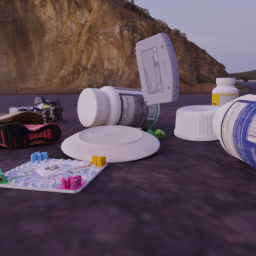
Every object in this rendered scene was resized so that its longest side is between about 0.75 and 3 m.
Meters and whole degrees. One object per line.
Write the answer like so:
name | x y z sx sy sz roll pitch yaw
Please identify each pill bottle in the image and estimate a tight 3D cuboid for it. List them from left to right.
pill bottle | -0.269 -0.605 8.756 2.358 1.333 1.333 0 7 -38
pill bottle | 3.798 -1.065 10.986 0.977 1.744 0.977 0 8 0
pill bottle | 2.398 0.070 4.888 1.294 1.294 2.331 -1 8 -6

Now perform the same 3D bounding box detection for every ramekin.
ramekin | 2.086 -0.187 7.983 1.533 0.747 1.533 -3 14 1

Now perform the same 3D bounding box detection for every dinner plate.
dinner plate | -0.386 0.251 6.317 2.204 0.267 2.204 -1 15 0

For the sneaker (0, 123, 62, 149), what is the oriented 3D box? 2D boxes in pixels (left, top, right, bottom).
sneaker | -2.509 0.214 6.895 1.659 0.612 0.720 -1 -5 -40

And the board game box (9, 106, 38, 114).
board game box | -4.873 -0.796 13.639 1.421 0.457 1.048 -7 12 -42

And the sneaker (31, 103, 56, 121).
sneaker | -3.259 -0.539 11.343 0.886 0.779 2.093 6 18 3

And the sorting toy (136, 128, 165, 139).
sorting toy | -0.112 0.215 7.303 2.086 0.307 1.542 0 6 12

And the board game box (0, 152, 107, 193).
board game box | -1.237 0.670 4.618 1.468 0.190 1.468 2 9 12

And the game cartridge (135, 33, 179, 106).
game cartridge | 0.796 -1.535 7.501 0.360 1.777 1.185 -15 8 -37

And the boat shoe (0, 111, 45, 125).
boat shoe | -3.131 -0.032 7.160 0.745 0.830 2.244 11 13 27

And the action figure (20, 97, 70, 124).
action figure | -2.669 -0.480 8.932 1.569 0.932 0.801 -14 -4 16
